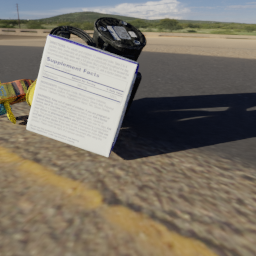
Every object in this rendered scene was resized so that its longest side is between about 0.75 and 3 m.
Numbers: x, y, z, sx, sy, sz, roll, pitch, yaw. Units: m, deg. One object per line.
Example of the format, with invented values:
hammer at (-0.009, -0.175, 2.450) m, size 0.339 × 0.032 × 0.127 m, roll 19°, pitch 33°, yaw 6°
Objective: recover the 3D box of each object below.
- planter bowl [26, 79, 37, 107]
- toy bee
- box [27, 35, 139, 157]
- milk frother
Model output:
planter bowl at (-1.720, -0.743, 7.521) m, size 1.778 × 1.778 × 0.740 m, roll -15°, pitch 64°, yaw -34°
toy bee at (-3.852, -0.794, 8.059) m, size 2.694 × 1.763 × 1.464 m, roll -45°, pitch 6°, yaw -22°
box at (-0.952, -0.726, 6.245) m, size 1.933 × 2.101 × 1.103 m, roll 19°, pitch 15°, yaw 2°
milk frother at (-1.096, -1.709, 8.314) m, size 2.706 × 2.545 × 2.442 m, roll 10°, pitch 44°, yaw -19°
